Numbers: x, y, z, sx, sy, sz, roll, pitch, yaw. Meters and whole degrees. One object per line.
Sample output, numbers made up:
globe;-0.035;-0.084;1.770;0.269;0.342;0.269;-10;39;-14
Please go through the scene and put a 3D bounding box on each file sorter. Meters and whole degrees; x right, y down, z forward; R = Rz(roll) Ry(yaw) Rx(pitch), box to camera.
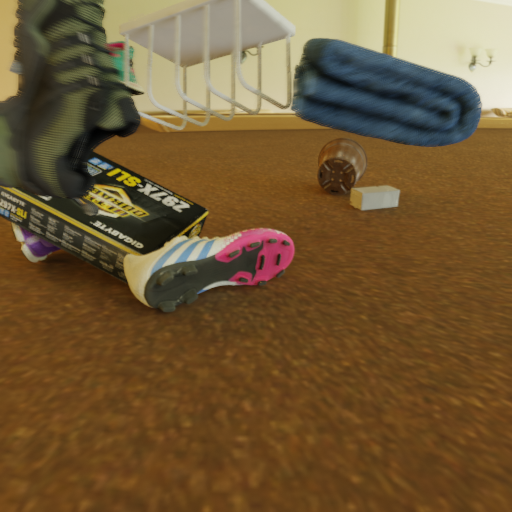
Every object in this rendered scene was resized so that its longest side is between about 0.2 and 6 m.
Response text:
file sorter;-0.835;-3.190;9.512;2.490;1.550;1.728;-3;-5;32

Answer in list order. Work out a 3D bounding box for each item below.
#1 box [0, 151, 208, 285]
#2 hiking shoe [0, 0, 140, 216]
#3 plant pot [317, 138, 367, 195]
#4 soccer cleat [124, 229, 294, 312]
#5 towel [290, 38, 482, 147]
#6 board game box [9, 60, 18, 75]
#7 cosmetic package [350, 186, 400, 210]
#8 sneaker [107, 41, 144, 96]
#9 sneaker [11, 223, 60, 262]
box;-2.592;-0.787;9.778;2.872;0.709;2.293;27;30;9
hiking shoe;-1.904;-2.018;6.336;1.506;2.991;1.133;20;11;0
plant pot;2.396;-2.489;16.018;1.470;1.470;1.455;4;26;13
soccer cleat;-0.710;-0.004;8.740;2.817;0.984;1.216;-15;35;-35
towel;2.085;-3.056;10.265;2.829;1.230;5.067;16;21;-2
board game box;-4.250;-4.352;11.743;2.025;2.027;0.625;11;21;21
cosmetic package;3.007;-1.484;14.264;1.114;0.503;0.595;-5;22;-24
sneaker;-2.862;-3.936;11.826;0.748;1.080;1.788;-11;12;-5
sneaker;-3.486;-0.760;10.554;1.184;1.144;2.838;-14;13;18
